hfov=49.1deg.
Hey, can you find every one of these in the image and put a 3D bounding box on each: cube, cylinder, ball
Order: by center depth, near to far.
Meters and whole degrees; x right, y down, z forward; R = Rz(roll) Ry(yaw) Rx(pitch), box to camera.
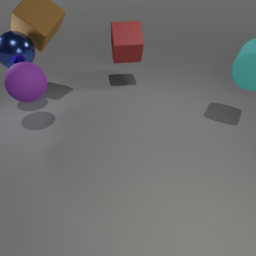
[{"bbox_3d":[-3.526,-1.579,9.710,1.400,1.400,1.400,0,31,0],"label":"ball"},{"bbox_3d":[4.470,-2.226,9.751,1.400,1.400,1.400,16,43,25],"label":"cylinder"},{"bbox_3d":[-4.156,-2.855,10.349,1.400,1.400,1.400,0,31,0],"label":"ball"},{"bbox_3d":[-3.498,-4.128,10.848,1.400,1.400,1.400,-61,16,-21],"label":"cube"},{"bbox_3d":[-0.070,-4.119,13.518,1.400,1.400,1.400,-5,68,-5],"label":"cube"}]
